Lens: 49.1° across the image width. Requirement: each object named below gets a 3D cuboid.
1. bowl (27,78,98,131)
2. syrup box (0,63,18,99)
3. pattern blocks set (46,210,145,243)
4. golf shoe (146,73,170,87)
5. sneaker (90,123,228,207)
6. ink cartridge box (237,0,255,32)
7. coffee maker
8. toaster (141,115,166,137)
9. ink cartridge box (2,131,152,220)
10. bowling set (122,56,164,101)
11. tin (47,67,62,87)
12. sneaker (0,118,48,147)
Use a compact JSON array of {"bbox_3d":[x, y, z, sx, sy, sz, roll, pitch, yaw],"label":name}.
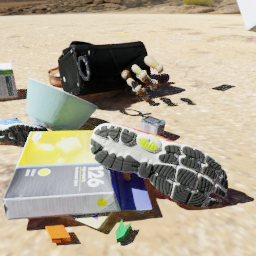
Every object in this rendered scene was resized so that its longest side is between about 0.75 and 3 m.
[{"bbox_3d":[-1.887,-0.476,7.482,1.945,1.017,1.945,22,-1,1],"label":"bowl"},{"bbox_3d":[-5.550,-1.607,10.139,2.744,1.080,1.117,-11,29,-21],"label":"syrup box"},{"bbox_3d":[-0.807,1.392,5.182,2.152,0.174,1.892,17,32,31],"label":"pattern blocks set"},{"bbox_3d":[1.123,-2.104,11.800,1.349,0.490,0.621,-12,29,-22],"label":"golf shoe"},{"bbox_3d":[0.641,0.545,5.484,2.758,1.062,1.171,26,11,4],"label":"sneaker"},{"bbox_3d":[2.400,-2.408,4.649,1.412,1.609,0.674,-6,-13,-36],"label":"ink cartridge box"},{"bbox_3d":[-0.669,-2.041,10.004,2.930,1.973,2.814,-14,27,-28],"label":"coffee maker"},{"bbox_3d":[0.643,-0.007,7.608,0.775,0.501,0.441,20,32,33],"label":"toaster"},{"bbox_3d":[-0.934,0.760,5.698,2.460,0.578,2.431,-4,25,-7],"label":"ink cartridge box"},{"bbox_3d":[0.389,-1.571,9.442,1.117,1.605,0.861,-15,48,-34],"label":"bowling set"},{"bbox_3d":[-2.254,-2.459,12.451,1.657,0.620,2.959,9,28,26],"label":"tin"},{"bbox_3d":[-2.904,0.013,7.368,1.775,0.697,0.791,4,30,9],"label":"sneaker"}]
